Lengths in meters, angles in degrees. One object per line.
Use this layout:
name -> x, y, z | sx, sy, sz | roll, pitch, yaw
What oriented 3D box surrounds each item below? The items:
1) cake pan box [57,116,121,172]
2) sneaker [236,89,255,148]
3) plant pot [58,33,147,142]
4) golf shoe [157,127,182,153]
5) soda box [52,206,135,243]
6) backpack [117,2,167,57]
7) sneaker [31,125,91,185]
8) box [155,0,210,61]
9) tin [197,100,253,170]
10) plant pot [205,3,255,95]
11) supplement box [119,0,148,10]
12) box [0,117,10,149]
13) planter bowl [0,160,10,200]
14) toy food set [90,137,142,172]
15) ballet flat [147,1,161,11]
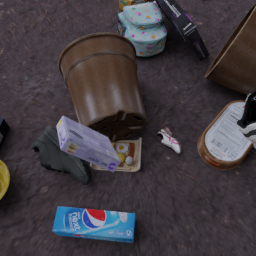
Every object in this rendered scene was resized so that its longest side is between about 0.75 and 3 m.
cake pan box -> -0.596, 0.228, 4.220 | 0.242, 0.926, 0.853 | -56, 29, 12
sneaker -> 3.398, -0.786, 6.411 | 1.042, 0.960, 2.605 | 30, 81, -22
plant pot -> -0.669, -1.061, 8.577 | 2.559, 2.559, 2.534 | -12, 65, -7
golf shoe -> 1.320, 0.452, 8.908 | 0.462, 0.364, 1.003 | -27, 55, -10
soda box -> -0.858, 2.583, 7.482 | 2.088, 0.708, 0.670 | 4, 61, 3
backpack -> 0.592, -3.728, 10.643 | 1.692, 1.476, 1.925 | -13, 67, -14
sneaker -> -2.015, 0.975, 8.423 | 1.063, 0.889, 2.342 | -44, 62, -11
box -> 1.872, -4.041, 10.484 | 0.530, 2.099, 2.935 | -38, 61, 16
tin -> 3.366, 0.171, 8.983 | 1.485, 0.555, 2.652 | 39, 67, 15
plant pot -> 4.618, -2.082, 9.215 | 2.992, 2.797, 2.797 | 33, 65, 4
supplement box -> 0.531, -5.984, 12.301 | 0.746, 0.772, 2.243 | 34, 64, 18
box -> -4.566, 0.251, 8.836 | 1.114, 0.637, 1.224 | 9, 61, 4
planter bowl -> -4.094, 1.682, 8.017 | 1.611, 0.671, 1.611 | 0, 61, 0
toy food set -> -0.353, 0.751, 8.662 | 1.503, 0.454, 1.079 | 3, 61, 2
ballet flat -> 1.028, -5.235, 12.052 | 1.347, 0.431, 0.509 | -13, 61, -7
